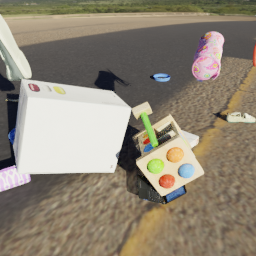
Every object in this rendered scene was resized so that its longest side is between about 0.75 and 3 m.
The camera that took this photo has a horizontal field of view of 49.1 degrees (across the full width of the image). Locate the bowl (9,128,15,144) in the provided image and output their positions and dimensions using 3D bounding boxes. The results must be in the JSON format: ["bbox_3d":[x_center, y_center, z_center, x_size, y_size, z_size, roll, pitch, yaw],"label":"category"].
[{"bbox_3d":[-3.640,0.283,10.529,1.552,0.305,1.552,0,27,0],"label":"bowl"}]

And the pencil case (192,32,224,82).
[{"bbox_3d":[2.590,-2.321,8.973,0.900,0.900,2.059,8,42,15],"label":"pencil case"}]

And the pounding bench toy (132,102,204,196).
[{"bbox_3d":[0.858,0.472,7.727,1.344,2.164,1.688,-32,22,12],"label":"pounding bench toy"}]

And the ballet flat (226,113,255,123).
[{"bbox_3d":[4.807,-0.450,11.829,1.279,0.399,0.431,-1,28,-2],"label":"ballet flat"}]

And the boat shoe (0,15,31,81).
[{"bbox_3d":[-3.936,-2.535,8.683,0.788,2.552,0.929,-17,43,4],"label":"boat shoe"}]

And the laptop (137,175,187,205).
[{"bbox_3d":[0.897,1.542,7.762,1.156,0.597,1.025,16,25,-9],"label":"laptop"}]

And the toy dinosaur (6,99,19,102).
[{"bbox_3d":[-4.843,-1.721,14.127,1.053,0.567,2.389,1,24,35],"label":"toy dinosaur"}]

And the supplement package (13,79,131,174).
[{"bbox_3d":[-1.703,0.004,8.277,2.862,2.229,1.587,4,24,-28],"label":"supplement package"}]

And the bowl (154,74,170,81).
[{"bbox_3d":[2.057,-3.061,17.039,0.994,0.195,0.994,0,28,0],"label":"bowl"}]

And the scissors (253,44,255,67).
[{"bbox_3d":[3.836,-2.678,8.172,0.123,1.759,0.643,9,11,39],"label":"scissors"}]

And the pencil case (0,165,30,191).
[{"bbox_3d":[-3.556,1.437,7.950,1.540,0.658,0.646,-18,36,-29],"label":"pencil case"}]

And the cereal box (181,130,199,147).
[{"bbox_3d":[1.575,0.522,10.027,1.211,0.333,1.683,23,36,37],"label":"cereal box"}]
